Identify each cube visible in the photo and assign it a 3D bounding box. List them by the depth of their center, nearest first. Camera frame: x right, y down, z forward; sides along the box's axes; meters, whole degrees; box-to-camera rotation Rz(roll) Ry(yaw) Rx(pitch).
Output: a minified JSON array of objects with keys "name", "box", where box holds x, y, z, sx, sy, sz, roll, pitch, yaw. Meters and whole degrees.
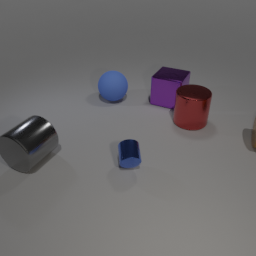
[{"name":"cube","box":[1.940,-1.850,12.875,1.400,1.400,1.400,15,36,21]}]

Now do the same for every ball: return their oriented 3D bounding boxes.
[{"name":"ball","box":[-0.698,-1.958,13.028,1.400,1.400,1.400,0,33,0]}]

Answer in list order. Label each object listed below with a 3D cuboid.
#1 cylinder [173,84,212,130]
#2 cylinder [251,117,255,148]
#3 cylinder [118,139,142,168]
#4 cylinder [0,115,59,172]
[{"name":"cylinder","box":[2.587,-0.850,11.334,1.400,1.400,1.400,0,33,0]},{"name":"cylinder","box":[5.227,0.133,9.825,1.400,1.400,1.400,9,34,15]},{"name":"cylinder","box":[0.048,0.829,8.989,0.700,0.700,0.700,-4,56,-5]},{"name":"cylinder","box":[-3.271,0.500,9.244,1.400,1.400,1.400,15,36,22]}]
